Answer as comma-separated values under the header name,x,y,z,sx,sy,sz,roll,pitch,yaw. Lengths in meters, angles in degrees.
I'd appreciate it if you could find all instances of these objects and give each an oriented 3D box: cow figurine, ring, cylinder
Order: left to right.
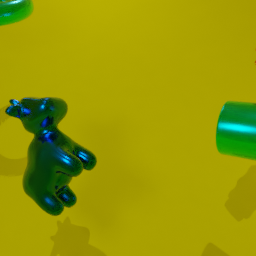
name,x,y,z,sx,sy,sz,roll,pitch,yaw
ring,-2.956,-2.440,5.658,2.024,0.405,2.024,1,34,-1
cow figurine,-1.296,0.336,4.345,1.585,0.884,1.611,31,103,15
cylinder,1.715,0.044,3.851,0.785,0.785,0.785,9,56,34
